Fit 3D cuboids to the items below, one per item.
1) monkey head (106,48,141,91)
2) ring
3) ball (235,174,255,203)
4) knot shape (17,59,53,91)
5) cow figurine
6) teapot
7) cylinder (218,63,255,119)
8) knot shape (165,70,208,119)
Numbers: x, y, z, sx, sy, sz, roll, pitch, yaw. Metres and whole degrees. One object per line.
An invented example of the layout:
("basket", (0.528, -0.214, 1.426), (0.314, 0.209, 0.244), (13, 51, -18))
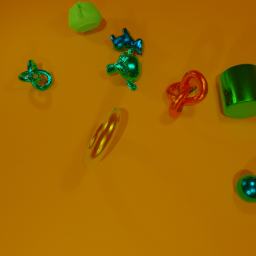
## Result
("monkey head", (-0.107, -1.902, 8.934), (1.029, 0.862, 1.430), (-9, 82, 30))
("ring", (-0.708, 0.252, 7.512), (0.357, 1.786, 1.786), (28, 68, -11))
("ball", (3.262, 1.607, 7.449), (0.757, 0.757, 0.757), (0, 67, 0))
("knot shape", (-2.950, -1.718, 8.870), (1.048, 0.484, 0.981), (7, 57, -43))
("cow figurine", (-0.006, -2.798, 9.399), (1.055, 0.579, 1.038), (-22, 84, 14))
("teapot", (-1.468, -3.759, 9.372), (1.119, 1.799, 0.881), (-18, 96, 8))
("cylinder", (3.402, -1.065, 8.323), (1.226, 1.226, 1.226), (-1, 67, 0))
("knot shape", (1.675, -1.083, 8.444), (0.713, 1.444, 1.543), (32, 112, -19))
